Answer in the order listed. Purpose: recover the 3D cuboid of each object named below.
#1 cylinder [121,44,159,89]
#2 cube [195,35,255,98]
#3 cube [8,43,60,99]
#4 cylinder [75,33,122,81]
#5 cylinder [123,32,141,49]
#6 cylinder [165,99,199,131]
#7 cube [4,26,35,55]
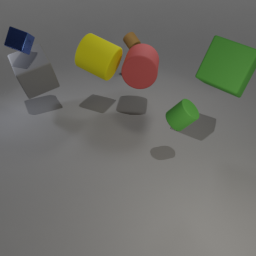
[{"bbox_3d":[0.519,-2.486,11.252,1.400,1.400,1.400,4,35,6],"label":"cylinder"},{"bbox_3d":[3.234,-1.934,9.041,1.400,1.400,1.400,29,13,23],"label":"cube"},{"bbox_3d":[-3.861,-2.341,11.568,1.400,1.400,1.400,-25,58,-11],"label":"cube"},{"bbox_3d":[-1.142,-2.783,11.021,1.400,1.400,1.400,28,37,7],"label":"cylinder"},{"bbox_3d":[0.203,-4.541,14.699,0.700,0.700,0.700,-24,74,-33],"label":"cylinder"},{"bbox_3d":[1.568,-0.372,8.097,0.700,0.700,0.700,27,43,-28],"label":"cylinder"},{"bbox_3d":[-3.925,-3.154,10.161,0.700,0.700,0.700,20,6,0],"label":"cube"}]
